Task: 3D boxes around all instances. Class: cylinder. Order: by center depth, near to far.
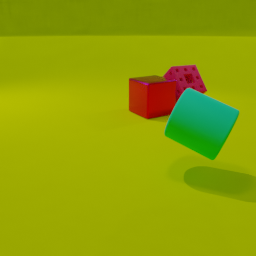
[{"bbox_3d":[1.451,-0.084,5.582,1.095,1.095,1.095,28,28,15],"label":"cylinder"}]

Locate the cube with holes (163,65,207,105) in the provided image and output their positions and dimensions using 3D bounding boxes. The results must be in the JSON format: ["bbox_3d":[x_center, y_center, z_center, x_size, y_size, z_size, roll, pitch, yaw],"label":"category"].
[{"bbox_3d":[2.018,-1.564,10.603,1.144,1.144,1.144,-10,-18,-27],"label":"cube with holes"}]

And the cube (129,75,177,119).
[{"bbox_3d":[0.850,-1.146,10.032,1.233,1.233,1.233,-12,23,-30],"label":"cube"}]
